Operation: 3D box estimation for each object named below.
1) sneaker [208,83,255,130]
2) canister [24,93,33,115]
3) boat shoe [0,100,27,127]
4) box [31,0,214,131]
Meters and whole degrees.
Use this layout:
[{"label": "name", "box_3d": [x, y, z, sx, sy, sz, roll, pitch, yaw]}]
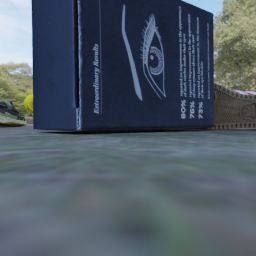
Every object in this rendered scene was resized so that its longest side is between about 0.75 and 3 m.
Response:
[{"label": "sneaker", "box_3d": [2.292, -0.444, 6.005, 2.662, 0.948, 1.497, 8, 7, 17]}, {"label": "canister", "box_3d": [-2.684, -0.934, 10.224, 1.810, 0.783, 1.344, -20, -51, 31]}, {"label": "boat shoe", "box_3d": [-4.369, -0.523, 9.948, 1.078, 0.955, 2.946, -2, 0, -3]}, {"label": "box", "box_3d": [0.019, -0.996, 4.599, 2.829, 2.094, 1.476, 0, 0, -39]}]
